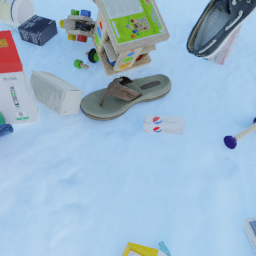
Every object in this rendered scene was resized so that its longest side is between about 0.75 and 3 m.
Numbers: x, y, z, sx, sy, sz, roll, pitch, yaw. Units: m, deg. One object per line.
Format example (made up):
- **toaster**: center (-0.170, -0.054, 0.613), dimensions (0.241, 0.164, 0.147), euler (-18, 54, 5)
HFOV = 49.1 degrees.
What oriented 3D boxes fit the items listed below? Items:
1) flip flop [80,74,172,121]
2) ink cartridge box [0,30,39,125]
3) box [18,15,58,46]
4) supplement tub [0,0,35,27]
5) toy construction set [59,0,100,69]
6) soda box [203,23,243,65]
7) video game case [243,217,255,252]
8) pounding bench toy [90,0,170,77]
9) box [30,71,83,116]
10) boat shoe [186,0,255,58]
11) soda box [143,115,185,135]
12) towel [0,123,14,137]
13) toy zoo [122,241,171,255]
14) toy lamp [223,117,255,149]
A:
- **flip flop**: center (-0.022, -1.098, 8.118), dimensions (2.937, 0.846, 1.191), euler (-20, 53, -16)
- **ink cartridge box**: center (-3.554, -1.060, 6.965), dimensions (2.056, 2.554, 0.640), euler (-6, 51, -5)
- **box**: center (-3.349, -3.655, 10.475), dimensions (0.960, 0.549, 1.054), euler (21, 53, 17)
- **supplement tub**: center (-4.601, -4.637, 10.898), dimensions (1.608, 1.165, 1.165), euler (19, 52, 15)
- **toy construction set**: center (-1.623, -3.713, 9.403), dimensions (1.980, 2.576, 2.149), euler (23, 45, 24)
- **soda box**: center (3.441, -3.199, 9.999), dimensions (0.749, 0.696, 2.190), euler (22, 53, 18)
- **video game case**: center (3.960, 2.678, 5.279), dimensions (2.695, 0.315, 2.450), euler (-8, 50, -7)
- **pounding bench toy**: center (-0.258, -3.294, 8.717), dimensions (1.648, 2.069, 2.653), euler (-20, 85, -17)
- **box**: center (-2.064, -0.996, 7.846), dimensions (1.620, 0.769, 0.630), euler (32, 24, 33)
- **boat shoe**: center (2.115, -2.527, 6.006), dimensions (0.703, 2.330, 0.881), euler (-9, 47, -45)
- **soda box**: center (0.966, -0.088, 7.593), dimensions (1.106, 0.352, 0.377), euler (3, 50, 3)
- **towel**: center (-3.607, 0.181, 7.191), dimensions (1.233, 0.688, 0.299), euler (-22, 93, -16)
- **toy zoo**: center (0.278, 2.977, 5.102), dimensions (1.262, 0.197, 1.924), euler (20, 53, 16)
- **toy lamp**: center (3.228, 0.061, 7.429), dimensions (1.518, 0.442, 0.442), euler (-29, 56, -21)
